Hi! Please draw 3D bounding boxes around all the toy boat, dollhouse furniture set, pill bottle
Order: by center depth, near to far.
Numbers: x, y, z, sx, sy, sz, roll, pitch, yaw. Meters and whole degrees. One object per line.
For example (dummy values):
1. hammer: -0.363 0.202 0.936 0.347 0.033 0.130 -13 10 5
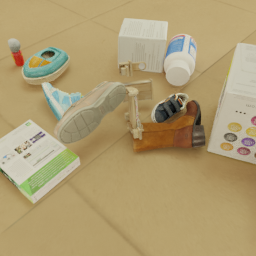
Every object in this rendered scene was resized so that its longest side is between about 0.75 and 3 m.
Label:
1. dollhouse furniture set: 0.522 -1.130 9.802 1.244 2.172 2.547 -8 23 -7
2. pill bottle: 2.299 -2.992 12.390 1.347 1.347 2.400 10 48 9
3. toy boat: -4.170 -3.068 12.486 2.798 1.300 2.352 22 52 18

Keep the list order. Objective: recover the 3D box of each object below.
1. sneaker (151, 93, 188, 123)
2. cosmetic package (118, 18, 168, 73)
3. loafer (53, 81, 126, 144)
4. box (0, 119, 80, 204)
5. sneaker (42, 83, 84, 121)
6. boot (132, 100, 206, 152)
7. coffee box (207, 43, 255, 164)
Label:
1. sneaker: 1.623 -0.819 10.692 1.817 0.713 0.722 -44 20 -33
2. cosmetic package: 0.690 -3.806 12.877 2.065 1.717 1.728 7 48 5
3. loafer: -1.295 -0.580 9.077 0.911 1.041 2.897 26 55 36
4. box: -3.212 0.990 9.342 2.705 0.492 1.952 32 55 27
5. sneaker: -2.501 -1.206 11.139 1.349 0.822 2.066 -26 62 -19
6. boot: 1.425 -0.083 10.340 2.546 0.872 2.397 -6 48 11
7. coffee box: 4.497 -0.690 9.282 2.807 2.780 2.811 15 49 14
